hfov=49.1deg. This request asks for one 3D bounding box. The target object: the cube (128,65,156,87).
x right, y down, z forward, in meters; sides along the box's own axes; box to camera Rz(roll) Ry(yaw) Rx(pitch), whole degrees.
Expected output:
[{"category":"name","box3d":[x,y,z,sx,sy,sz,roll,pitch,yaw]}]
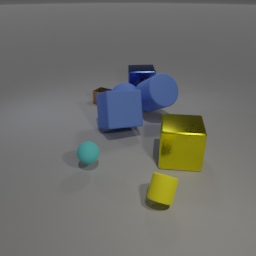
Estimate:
[{"category":"cube","box3d":[0.722,-2.551,15.103,1.400,1.400,1.400,-2,27,-1]}]

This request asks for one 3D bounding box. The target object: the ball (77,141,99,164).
[{"category":"ball","box3d":[-1.261,0.776,8.854,0.700,0.700,0.700,0,28,0]}]

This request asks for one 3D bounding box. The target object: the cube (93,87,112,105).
[{"category":"cube","box3d":[-1.270,-1.566,13.999,0.700,0.700,0.700,15,31,27]}]

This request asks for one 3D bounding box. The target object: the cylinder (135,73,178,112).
[{"category":"cylinder","box3d":[1.187,-1.483,11.957,1.400,1.400,1.400,-15,1,-26]}]

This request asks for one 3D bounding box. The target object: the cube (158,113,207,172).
[{"category":"cube","box3d":[1.767,0.452,9.358,1.400,1.400,1.400,3,28,6]}]

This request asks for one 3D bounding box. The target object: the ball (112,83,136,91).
[{"category":"ball","box3d":[-0.134,-1.376,12.907,1.400,1.400,1.400,0,28,0]}]

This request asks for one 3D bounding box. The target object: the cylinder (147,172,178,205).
[{"category":"cylinder","box3d":[0.925,1.611,7.492,0.700,0.700,0.700,15,-5,1]}]

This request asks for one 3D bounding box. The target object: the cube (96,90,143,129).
[{"category":"cube","box3d":[-0.355,-0.726,11.024,1.400,1.400,1.400,-5,4,-22]}]
